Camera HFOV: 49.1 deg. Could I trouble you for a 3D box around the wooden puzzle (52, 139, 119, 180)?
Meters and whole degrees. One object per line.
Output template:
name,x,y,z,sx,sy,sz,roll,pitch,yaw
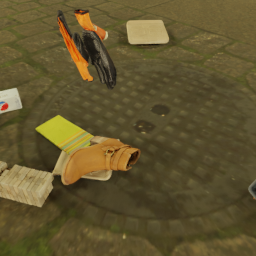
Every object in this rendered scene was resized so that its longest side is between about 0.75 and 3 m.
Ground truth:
wooden puzzle,-1.285,0.980,8.977,1.842,0.426,1.706,2,40,9

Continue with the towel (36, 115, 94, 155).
towel,-2.126,0.255,9.619,1.070,0.224,2.486,-34,42,-30

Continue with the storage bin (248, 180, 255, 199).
storage bin,3.880,1.881,7.897,0.511,0.554,0.761,10,33,-33

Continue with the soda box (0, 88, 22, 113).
soda box,-5.259,-0.950,10.999,1.947,0.620,0.663,-16,44,-18

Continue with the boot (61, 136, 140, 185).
boot,-0.733,1.038,8.001,1.605,0.793,2.067,15,35,28

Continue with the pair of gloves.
pair of gloves,-1.312,-2.470,8.772,0.346,2.492,2.797,-35,33,-19

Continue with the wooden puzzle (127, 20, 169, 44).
wooden puzzle,1.090,-5.486,16.303,2.244,0.561,2.423,-2,46,-2

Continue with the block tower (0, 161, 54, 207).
block tower,-3.502,1.510,8.093,2.712,0.784,0.733,10,42,14

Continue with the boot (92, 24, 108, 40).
boot,-1.203,-3.613,10.600,0.709,0.496,1.323,14,20,-27
